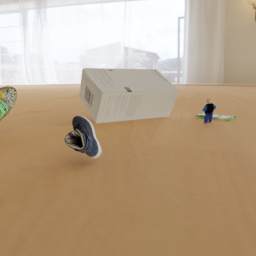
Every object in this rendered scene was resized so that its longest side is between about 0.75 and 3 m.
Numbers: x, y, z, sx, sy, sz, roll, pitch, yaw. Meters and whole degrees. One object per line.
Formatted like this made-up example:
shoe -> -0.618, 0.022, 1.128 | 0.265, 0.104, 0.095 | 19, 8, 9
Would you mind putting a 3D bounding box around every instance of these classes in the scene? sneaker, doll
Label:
sneaker -> -0.845, 0.059, 4.751 | 0.916, 0.348, 0.662 | 56, 13, 29
sneaker -> -2.942, -0.317, 6.218 | 0.721, 0.625, 1.626 | 0, 48, 39
doll -> 2.295, -0.475, 8.004 | 0.525, 0.770, 0.186 | -13, 28, -20

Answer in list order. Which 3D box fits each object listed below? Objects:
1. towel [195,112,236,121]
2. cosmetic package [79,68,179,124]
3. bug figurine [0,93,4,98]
towel -> 2.986, -0.398, 9.542 | 1.177, 0.138, 0.898 | 6, 12, 29
cosmetic package -> 0.027, -1.143, 9.327 | 2.886, 1.171, 1.629 | -9, 42, -31
bug figurine -> -3.683, -0.642, 5.680 | 2.343, 1.817, 0.603 | 35, 3, 21
